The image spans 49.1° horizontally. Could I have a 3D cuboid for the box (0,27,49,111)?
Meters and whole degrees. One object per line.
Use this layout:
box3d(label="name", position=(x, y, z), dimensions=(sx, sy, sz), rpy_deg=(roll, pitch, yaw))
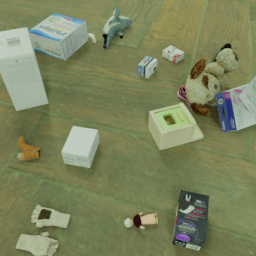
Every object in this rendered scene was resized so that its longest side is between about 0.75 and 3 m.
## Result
box3d(label="box", position=(-4.115, -2.244, 10.846), dimensions=(1.305, 2.454, 1.868), rpy_deg=(-16, 50, -14))

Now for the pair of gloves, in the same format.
box3d(label="pair of gloves", position=(-2.349, 2.861, 7.812), dimensions=(1.128, 0.232, 1.326), rpy_deg=(13, 51, 11))

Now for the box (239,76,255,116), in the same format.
box3d(label="box", position=(4.233, -1.215, 7.756), dimensions=(1.683, 1.485, 0.814), rpy_deg=(-16, 64, -21))

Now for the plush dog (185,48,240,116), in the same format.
box3d(label="plush dog", position=(3.016, -1.642, 10.741), dimensions=(2.125, 2.474, 1.985), rpy_deg=(-20, 17, -37))

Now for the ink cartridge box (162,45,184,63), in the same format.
box3d(label="ink cartridge box", position=(2.160, -3.535, 13.404), dimensions=(0.855, 0.354, 0.628), rpy_deg=(37, 59, 27))

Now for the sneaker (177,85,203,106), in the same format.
box3d(label="sneaker", position=(2.522, -1.291, 11.259), dimensions=(1.213, 0.579, 0.479), rpy_deg=(38, 56, 23))

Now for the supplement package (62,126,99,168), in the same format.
box3d(label="supplement package", position=(-1.586, 0.625, 9.510), dimensions=(0.919, 0.654, 1.180), rpy_deg=(9, 48, 7))

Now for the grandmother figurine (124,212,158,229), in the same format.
box3d(label="grandmother figurine", position=(0.368, 2.658, 7.984), dimensions=(0.943, 0.286, 0.572), rpy_deg=(-7, 21, -3))

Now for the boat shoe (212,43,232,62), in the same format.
box3d(label="boat shoe", position=(4.297, -3.258, 12.903), dimensions=(0.750, 0.738, 2.014), rpy_deg=(18, 51, 15))

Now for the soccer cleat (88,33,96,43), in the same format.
box3d(label="soccer cleat", position=(-1.809, -4.672, 14.469), dimensions=(0.343, 0.307, 0.885), rpy_deg=(-22, 49, -21))

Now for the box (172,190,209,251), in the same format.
box3d(label="box", position=(1.739, 2.539, 7.764), dimensions=(0.826, 0.717, 1.351), rpy_deg=(11, 49, 10))

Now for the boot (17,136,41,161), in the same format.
box3d(label="boot", position=(-3.401, 0.694, 9.674), dimensions=(0.736, 0.350, 0.951), rpy_deg=(-6, 60, -4))

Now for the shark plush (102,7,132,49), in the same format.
box3d(label="shark plush", position=(-0.623, -5.121, 14.508), dimensions=(1.136, 1.239, 2.726), rpy_deg=(32, 44, -13))

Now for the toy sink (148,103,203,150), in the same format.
box3d(label="toy sink", position=(1.750, -0.134, 9.959), dimensions=(1.763, 0.987, 1.149), rpy_deg=(-13, 50, -12))

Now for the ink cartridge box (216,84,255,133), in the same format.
box3d(label="ink cartridge box", position=(4.057, -0.716, 10.260), dimensions=(1.528, 1.500, 0.331), rpy_deg=(-19, 11, -16))

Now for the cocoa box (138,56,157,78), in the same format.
box3d(label="cocoa box", position=(0.870, -2.742, 12.565), dimensions=(0.550, 0.559, 0.838), rpy_deg=(25, 53, 20))

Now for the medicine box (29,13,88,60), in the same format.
box3d(label="medicine box", position=(-3.369, -4.536, 13.803), dimensions=(1.935, 1.093, 2.124), rpy_deg=(21, 52, 18))
